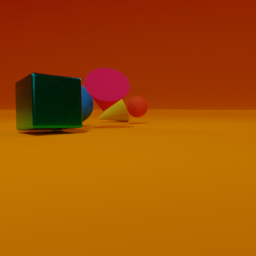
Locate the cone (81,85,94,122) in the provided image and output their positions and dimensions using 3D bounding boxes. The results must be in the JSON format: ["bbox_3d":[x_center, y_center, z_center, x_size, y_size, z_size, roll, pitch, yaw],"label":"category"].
[{"bbox_3d":[-1.815,-0.387,8.175,1.497,1.497,1.503,0,31,-2],"label":"cone"}]

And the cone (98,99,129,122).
[{"bbox_3d":[-0.667,-0.548,10.988,1.093,1.089,1.089,-22,9,-11],"label":"cone"}]

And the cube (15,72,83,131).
[{"bbox_3d":[-1.761,-0.519,6.200,1.104,1.104,1.104,0,-3,-39],"label":"cube"}]

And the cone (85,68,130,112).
[{"bbox_3d":[-0.659,-0.859,8.166,1.243,1.243,1.247,-1,-34,-12],"label":"cone"}]

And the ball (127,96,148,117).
[{"bbox_3d":[0.325,-0.746,9.913,0.746,0.746,0.746,0,4,0],"label":"ball"}]
